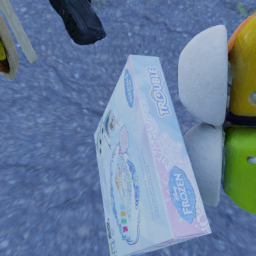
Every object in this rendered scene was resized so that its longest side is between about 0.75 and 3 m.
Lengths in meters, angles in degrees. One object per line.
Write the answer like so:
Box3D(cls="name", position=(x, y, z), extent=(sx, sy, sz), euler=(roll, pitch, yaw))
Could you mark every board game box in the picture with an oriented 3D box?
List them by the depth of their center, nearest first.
Box3D(cls="board game box", position=(0.086, 0.590, 4.185), extent=(0.507, 2.325, 2.337), euler=(-1, 62, -20))

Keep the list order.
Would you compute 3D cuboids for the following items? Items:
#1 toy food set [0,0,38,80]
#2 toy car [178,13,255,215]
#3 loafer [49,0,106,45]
Box3D(cls="toy food set", position=(-2.542, -1.677, 4.580), extent=(0.594, 2.044, 2.961), euler=(-34, 23, -25))
Box3D(cls="toy car", position=(2.080, -0.247, 4.001), extent=(2.590, 2.959, 2.219), euler=(1, 23, 14))
Box3D(cls="loafer", position=(-1.048, -2.391, 5.434), extent=(0.656, 0.634, 1.868), euler=(-19, 72, -36))
